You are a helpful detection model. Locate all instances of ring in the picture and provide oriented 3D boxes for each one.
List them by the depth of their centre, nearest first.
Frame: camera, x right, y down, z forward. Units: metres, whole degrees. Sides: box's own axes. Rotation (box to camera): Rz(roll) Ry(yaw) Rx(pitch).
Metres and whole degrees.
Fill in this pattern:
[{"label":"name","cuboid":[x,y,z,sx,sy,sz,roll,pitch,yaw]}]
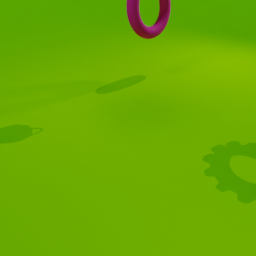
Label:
[{"label":"ring","cuboid":[0.696,-3.853,8.942,1.934,1.934,0.387,-29,34,-36]}]
